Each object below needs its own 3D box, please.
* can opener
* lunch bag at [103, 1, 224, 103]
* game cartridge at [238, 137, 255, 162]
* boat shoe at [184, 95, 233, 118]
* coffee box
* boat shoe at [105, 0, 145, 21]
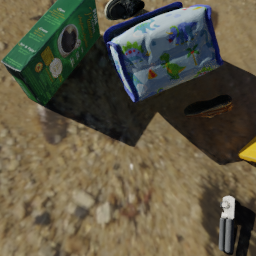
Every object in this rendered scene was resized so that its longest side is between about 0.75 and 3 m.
[{"bbox_3d":[2.265,2.129,6.260,0.406,0.321,1.221,21,70,-29],"label":"can opener"},{"bbox_3d":[0.670,-1.969,6.874,2.213,2.602,1.658,-21,112,-1],"label":"lunch bag"},{"bbox_3d":[3.264,0.413,6.505,1.056,1.197,0.194,-40,98,-6],"label":"game cartridge"},{"bbox_3d":[2.025,-0.441,7.030,1.194,0.441,0.452,-14,40,22],"label":"boat shoe"},{"bbox_3d":[-1.791,-2.129,7.267,0.630,1.761,2.864,29,72,13],"label":"coffee box"},{"bbox_3d":[-0.036,-3.461,8.136,0.527,0.594,1.590,18,33,29],"label":"boat shoe"}]
